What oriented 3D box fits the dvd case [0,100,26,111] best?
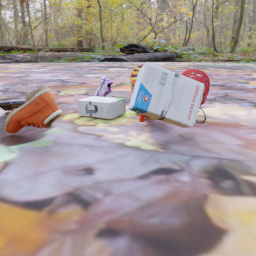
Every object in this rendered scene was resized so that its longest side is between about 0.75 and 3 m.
[{"bbox_3d":[-4.076,-0.816,10.296,1.102,0.118,1.482,-6,-3,-14],"label":"dvd case"}]

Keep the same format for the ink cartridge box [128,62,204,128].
[{"bbox_3d":[1.030,-0.845,7.628,1.723,1.262,0.740,19,-8,-13],"label":"ink cartridge box"}]

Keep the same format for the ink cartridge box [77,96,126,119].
[{"bbox_3d":[-0.956,-0.767,10.224,1.458,0.613,1.064,8,17,31],"label":"ink cartridge box"}]

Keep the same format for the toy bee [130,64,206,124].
[{"bbox_3d":[0.786,-0.986,9.032,1.626,1.958,2.991,-29,33,-21],"label":"toy bee"}]

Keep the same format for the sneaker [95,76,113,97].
[{"bbox_3d":[-1.006,-1.527,11.851,0.568,1.284,0.516,19,4,13],"label":"sneaker"}]

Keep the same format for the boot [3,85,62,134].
[{"bbox_3d":[-2.628,-0.233,7.674,1.858,0.996,0.697,-36,3,22],"label":"boot"}]

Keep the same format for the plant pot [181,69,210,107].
[{"bbox_3d":[2.345,-1.363,10.167,1.213,1.213,1.104,4,42,14],"label":"plant pot"}]
